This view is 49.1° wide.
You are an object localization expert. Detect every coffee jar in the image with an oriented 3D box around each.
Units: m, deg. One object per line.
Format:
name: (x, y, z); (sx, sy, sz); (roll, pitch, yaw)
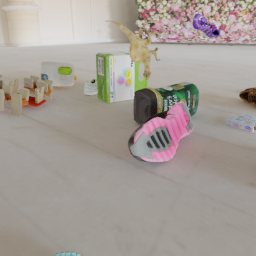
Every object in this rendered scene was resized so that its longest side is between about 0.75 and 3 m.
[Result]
coffee jar: (1.321, -0.873, 9.912); (2.433, 1.269, 1.038); (-14, 27, -30)

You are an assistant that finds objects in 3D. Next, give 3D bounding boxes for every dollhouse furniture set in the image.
dollhouse furniture set: (-4.712, -1.329, 11.663); (2.510, 1.307, 2.538); (15, 24, 8)

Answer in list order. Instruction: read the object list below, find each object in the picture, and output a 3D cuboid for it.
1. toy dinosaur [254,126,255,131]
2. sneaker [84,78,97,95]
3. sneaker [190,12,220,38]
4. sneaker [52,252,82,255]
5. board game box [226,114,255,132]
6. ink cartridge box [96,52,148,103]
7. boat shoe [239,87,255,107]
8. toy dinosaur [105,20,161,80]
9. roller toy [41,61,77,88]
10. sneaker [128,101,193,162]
toy dinosaur: (3.944, 0.701, 6.120); (1.870, 1.184, 2.759); (-2, 26, -23)
sneaker: (-1.420, -2.109, 13.879); (0.638, 0.727, 1.815); (15, 24, 37)
sneaker: (2.540, -3.317, 9.035); (1.339, 0.540, 0.559); (11, 12, -40)
sneaker: (-1.219, 2.001, 3.445); (1.484, 0.576, 0.640); (-8, 25, -19)
board game box: (4.092, -0.191, 9.591); (1.007, 0.207, 1.005); (-15, 26, -34)
ink cartridge box: (0.026, -2.396, 12.735); (2.767, 2.045, 1.048); (-12, 24, -27)
boat shoe: (5.324, -1.183, 11.428); (0.784, 0.836, 2.321); (-6, 15, -2)
toy dinosaur: (0.439, -2.928, 9.741); (1.305, 2.581, 0.751); (-45, 26, -19)
roller toy: (-3.714, -2.811, 14.829); (1.733, 1.327, 1.899); (4, 13, 2)
sneaker: (0.719, 0.172, 7.849); (1.425, 1.180, 2.988); (-12, 10, 36)
